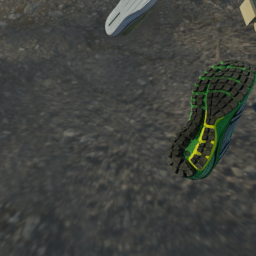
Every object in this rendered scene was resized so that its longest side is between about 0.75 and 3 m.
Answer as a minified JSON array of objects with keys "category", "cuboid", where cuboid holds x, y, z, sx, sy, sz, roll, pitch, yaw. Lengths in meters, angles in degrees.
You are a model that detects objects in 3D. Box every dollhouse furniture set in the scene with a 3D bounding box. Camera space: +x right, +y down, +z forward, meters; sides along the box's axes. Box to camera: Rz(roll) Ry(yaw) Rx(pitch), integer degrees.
[{"category":"dollhouse furniture set","cuboid":[3.216,-3.103,6.452,2.042,1.135,1.806,-11,77,-10]}]

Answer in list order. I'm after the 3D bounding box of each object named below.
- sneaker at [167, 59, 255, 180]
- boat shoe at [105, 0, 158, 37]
[{"category":"sneaker","cuboid":[1.342,-0.141,4.428,0.805,0.879,2.063,29,89,36]},{"category":"boat shoe","cuboid":[0.248,-3.433,8.000,0.743,2.396,0.863,-5,78,-40]}]
